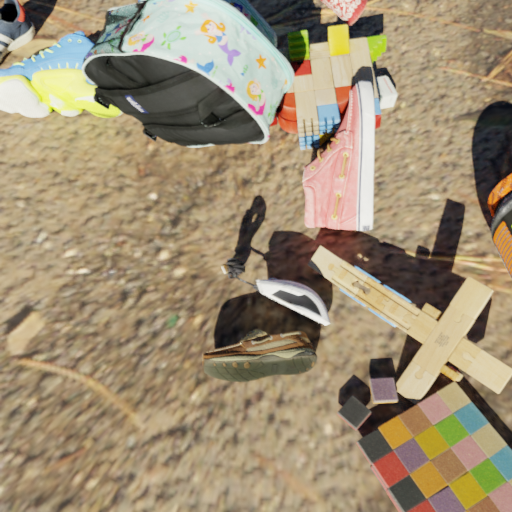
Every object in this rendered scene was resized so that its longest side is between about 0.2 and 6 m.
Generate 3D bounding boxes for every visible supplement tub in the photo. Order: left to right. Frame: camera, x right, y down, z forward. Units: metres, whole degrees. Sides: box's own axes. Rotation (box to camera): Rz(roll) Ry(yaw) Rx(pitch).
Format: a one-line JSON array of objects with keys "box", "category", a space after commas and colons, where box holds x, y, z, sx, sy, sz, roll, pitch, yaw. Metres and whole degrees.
[{"box": [5.151, 0.002, 9.317, 1.845, 1.845, 3.011, -7, 57, -5], "category": "supplement tub"}]

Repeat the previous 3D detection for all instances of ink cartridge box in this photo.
[{"box": [2.637, -3.677, 12.758, 0.930, 0.386, 0.681, -12, 59, -8], "category": "ink cartridge box"}]

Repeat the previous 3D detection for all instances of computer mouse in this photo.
[{"box": [0.387, 0.547, 9.527, 2.072, 1.136, 0.455, 26, 84, 8], "category": "computer mouse"}]

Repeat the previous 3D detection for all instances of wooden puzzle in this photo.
[{"box": [2.767, 3.067, 8.168, 1.920, 0.227, 3.238, -25, 58, -16], "category": "wooden puzzle"}]

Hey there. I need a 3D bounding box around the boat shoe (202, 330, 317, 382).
[{"box": [0.040, 1.565, 9.010, 1.823, 0.690, 0.673, -2, 49, -11], "category": "boat shoe"}]

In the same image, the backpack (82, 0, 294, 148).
[{"box": [-1.052, -3.430, 10.281, 3.477, 3.086, 2.617, 21, 81, 48], "category": "backpack"}]

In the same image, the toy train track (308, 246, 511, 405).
[{"box": [2.466, 0.979, 9.346, 3.713, 0.604, 2.130, 35, 95, 29], "category": "toy train track"}]

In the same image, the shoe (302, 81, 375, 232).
[{"box": [1.557, -1.907, 10.637, 1.315, 1.033, 2.890, 1, 84, 10], "category": "shoe"}]

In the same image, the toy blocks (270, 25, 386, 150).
[{"box": [1.245, -3.368, 11.997, 3.336, 1.667, 2.280, -6, 65, 5], "category": "toy blocks"}]

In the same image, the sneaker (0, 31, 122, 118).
[{"box": [-4.435, -4.002, 12.276, 3.311, 1.254, 1.739, 5, 77, -10], "category": "sneaker"}]

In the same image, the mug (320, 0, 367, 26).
[{"box": [1.850, -5.648, 12.180, 0.979, 0.653, 0.869, 28, 60, -20], "category": "mug"}]

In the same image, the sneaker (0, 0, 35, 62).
[{"box": [-6.534, -5.237, 13.390, 1.031, 1.162, 2.749, 20, 58, 13], "category": "sneaker"}]
